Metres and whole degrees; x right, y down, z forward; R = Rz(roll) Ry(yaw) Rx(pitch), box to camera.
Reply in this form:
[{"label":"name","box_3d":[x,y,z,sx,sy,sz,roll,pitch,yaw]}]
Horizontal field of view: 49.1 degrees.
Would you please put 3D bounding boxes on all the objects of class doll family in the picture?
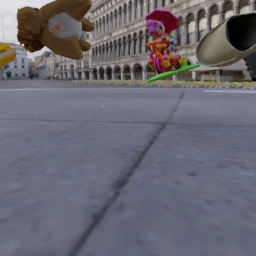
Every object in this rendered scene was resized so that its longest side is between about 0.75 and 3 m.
[{"label":"doll family","box_3d":[1.438,-3.186,10.249,0.752,0.546,1.211,29,15,14]}]

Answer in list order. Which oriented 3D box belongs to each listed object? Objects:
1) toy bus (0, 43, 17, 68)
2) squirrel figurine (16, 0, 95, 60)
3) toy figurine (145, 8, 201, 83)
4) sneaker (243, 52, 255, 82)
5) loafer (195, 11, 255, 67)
[{"label":"toy bus","box_3d":[-3.220,-1.623,6.624,0.365,0.439,1.121,-43,6,43]},{"label":"squirrel figurine","box_3d":[-2.584,-3.536,10.056,2.729,1.932,2.547,3,15,-7]},{"label":"toy figurine","box_3d":[0.975,-2.452,8.143,1.599,1.961,2.130,-13,9,36]},{"label":"sneaker","box_3d":[3.100,-1.821,7.166,0.792,1.125,2.118,23,7,-38]},{"label":"loafer","box_3d":[2.179,-1.858,5.671,0.848,0.940,2.483,-4,-3,-29]}]
